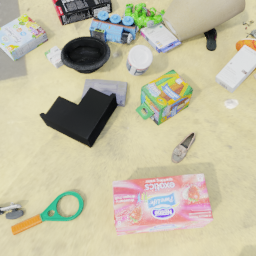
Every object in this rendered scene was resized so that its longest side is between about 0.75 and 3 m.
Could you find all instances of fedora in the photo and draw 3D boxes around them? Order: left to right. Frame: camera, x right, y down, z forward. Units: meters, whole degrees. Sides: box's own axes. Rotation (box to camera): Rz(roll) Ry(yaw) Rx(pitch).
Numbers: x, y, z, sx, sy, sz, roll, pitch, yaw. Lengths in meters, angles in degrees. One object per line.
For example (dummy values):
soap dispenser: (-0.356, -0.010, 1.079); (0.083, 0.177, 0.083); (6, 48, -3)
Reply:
fedora: (-1.790, -2.995, 12.102); (2.128, 0.972, 2.128); (0, 62, 0)

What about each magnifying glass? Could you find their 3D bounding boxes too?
magnifying glass: (-2.653, 2.903, 9.360); (2.432, 0.272, 0.968); (-22, 64, -13)

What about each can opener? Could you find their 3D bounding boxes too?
can opener: (-4.302, 2.837, 9.277); (1.570, 0.413, 0.522); (-10, 63, -5)

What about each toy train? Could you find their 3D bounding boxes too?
toy train: (-0.672, -4.559, 13.010); (2.242, 0.972, 1.281); (14, 72, 5)

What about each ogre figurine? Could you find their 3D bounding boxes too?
ogre figurine: (0.662, -5.364, 13.340); (2.244, 1.101, 1.346); (35, 54, 5)

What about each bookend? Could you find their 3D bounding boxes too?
bookend: (-1.841, -0.673, 10.767); (2.112, 0.973, 2.099); (25, 69, 12)

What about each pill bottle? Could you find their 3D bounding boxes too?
pill bottle: (0.414, -2.681, 11.487); (0.954, 1.596, 0.954); (0, 86, -6)

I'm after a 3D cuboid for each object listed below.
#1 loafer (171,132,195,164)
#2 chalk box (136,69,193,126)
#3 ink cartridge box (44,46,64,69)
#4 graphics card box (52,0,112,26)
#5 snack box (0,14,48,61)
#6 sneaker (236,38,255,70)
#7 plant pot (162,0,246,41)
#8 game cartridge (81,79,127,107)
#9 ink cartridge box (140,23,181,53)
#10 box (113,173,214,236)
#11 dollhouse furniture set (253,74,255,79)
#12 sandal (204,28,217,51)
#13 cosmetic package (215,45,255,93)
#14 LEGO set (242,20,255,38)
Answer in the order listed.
loafer: (2.067, 0.689, 10.421); (0.499, 0.437, 1.389); (33, 67, 16)
chalk box: (1.280, -1.078, 10.906); (2.043, 1.266, 1.275); (-32, 65, -16)
ink cartridge box: (-3.198, -3.165, 12.534); (0.653, 0.377, 0.894); (-37, 68, -18)
graphics card box: (-2.307, -6.235, 14.014); (2.712, 0.690, 1.701); (-20, 63, -9)
snack box: (-4.989, -4.215, 12.949); (1.917, 0.649, 1.617); (-41, 70, -18)
sneaker: (5.815, -2.872, 12.033); (1.125, 1.065, 2.918); (-43, 67, -10)
plant pot: (3.105, -5.376, 12.531); (2.933, 2.747, 2.747); (-37, 65, 9)
game cartridge: (-0.965, -1.490, 11.684); (1.807, 0.347, 1.171); (5, 58, 3)
ink cartridge box: (1.515, -4.191, 13.098); (1.075, 0.378, 1.801); (-31, 63, -15)
box: (1.002, 2.464, 8.923); (2.917, 1.381, 1.497); (-4, 62, -2)
dollhouse furniture set: (6.092, -1.842, 11.205); (1.344, 0.769, 1.576); (-32, 89, 7)
sandal: (3.931, -4.326, 13.157); (0.602, 0.383, 1.601); (1, 62, 1)
cosmetic package: (4.603, -2.453, 11.683); (0.923, 0.672, 1.815); (41, 91, 19)
LEGO set: (6.044, -4.632, 13.288); (1.024, 0.447, 1.577); (-28, 65, -14)
